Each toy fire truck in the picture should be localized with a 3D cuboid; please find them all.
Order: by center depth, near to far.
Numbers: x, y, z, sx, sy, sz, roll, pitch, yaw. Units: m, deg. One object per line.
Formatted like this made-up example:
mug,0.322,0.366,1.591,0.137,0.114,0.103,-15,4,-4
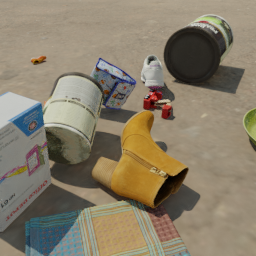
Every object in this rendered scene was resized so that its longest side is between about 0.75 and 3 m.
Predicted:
toy fire truck,0.981,-0.801,8.804,0.946,0.327,1.341,12,32,16

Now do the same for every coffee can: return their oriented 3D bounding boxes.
coffee can,-1.325,-0.253,6.497,1.298,1.298,1.773,3,48,5
coffee can,2.841,-3.151,10.977,2.059,2.059,2.813,15,34,23

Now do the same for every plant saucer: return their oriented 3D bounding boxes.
plant saucer,4.348,0.238,7.024,2.852,0.443,2.852,0,32,0

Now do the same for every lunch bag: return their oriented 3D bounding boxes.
lunch bag,-0.538,-1.220,8.225,1.292,1.098,0.800,27,34,-12

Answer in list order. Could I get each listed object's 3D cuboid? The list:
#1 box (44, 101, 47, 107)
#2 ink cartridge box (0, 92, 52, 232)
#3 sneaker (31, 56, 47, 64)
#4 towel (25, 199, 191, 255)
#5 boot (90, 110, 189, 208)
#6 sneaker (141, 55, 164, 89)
box,-2.040,-0.386,7.988,0.610,0.478,0.980,-9,33,-15
ink cartridge box,-2.185,0.587,5.002,0.840,1.985,1.434,18,36,19
sneaker,-3.969,-3.027,12.542,0.299,0.283,0.775,44,50,18
towel,-0.362,1.908,4.468,2.489,0.270,1.826,-9,33,-15
boot,0.525,0.577,5.992,1.723,0.847,2.407,16,46,31
sneaker,0.919,-2.069,9.968,0.821,1.092,2.193,-4,18,-2
